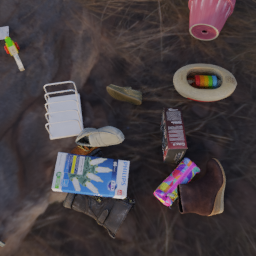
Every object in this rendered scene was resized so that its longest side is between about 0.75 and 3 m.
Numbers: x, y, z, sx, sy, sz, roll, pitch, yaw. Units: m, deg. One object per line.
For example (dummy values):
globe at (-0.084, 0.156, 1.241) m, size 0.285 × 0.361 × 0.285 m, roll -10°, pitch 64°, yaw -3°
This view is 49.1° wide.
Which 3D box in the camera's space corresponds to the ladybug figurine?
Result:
ladybug figurine at (3.139, -1.784, 11.571) m, size 2.600 × 0.935 × 1.765 m, roll 5°, pitch 63°, yaw 3°

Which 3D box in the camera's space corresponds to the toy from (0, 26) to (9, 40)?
toy at (-6.293, -4.330, 13.244) m, size 1.376 × 0.325 × 0.792 m, roll -10°, pitch 66°, yaw -6°

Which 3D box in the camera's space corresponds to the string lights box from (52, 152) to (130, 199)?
string lights box at (-1.177, 1.560, 9.108) m, size 2.319 × 0.684 × 1.192 m, roll 7°, pitch 70°, yaw -6°

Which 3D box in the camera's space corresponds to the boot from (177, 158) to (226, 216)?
boot at (2.467, 1.939, 9.536) m, size 1.662 × 0.723 × 1.998 m, roll 9°, pitch 69°, yaw -20°

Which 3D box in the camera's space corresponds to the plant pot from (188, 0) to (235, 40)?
plant pot at (3.690, -5.193, 12.860) m, size 2.079 × 2.079 × 1.861 m, roll 15°, pitch 79°, yaw 8°

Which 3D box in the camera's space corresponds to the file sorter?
file sorter at (-2.534, -0.735, 10.907) m, size 1.313 × 1.178 × 1.892 m, roll -9°, pitch 62°, yaw -5°

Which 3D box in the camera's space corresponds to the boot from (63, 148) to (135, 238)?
boot at (-0.763, 2.182, 9.684) m, size 2.207 × 0.878 × 2.535 m, roll 23°, pitch 70°, yaw 6°

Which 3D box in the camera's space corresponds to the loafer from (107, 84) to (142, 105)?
loafer at (-0.123, -1.451, 11.638) m, size 1.575 × 0.599 × 0.531 m, roll 23°, pitch 64°, yaw 0°

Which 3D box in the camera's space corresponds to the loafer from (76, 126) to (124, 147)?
loafer at (-0.906, 0.340, 8.780) m, size 1.880 × 0.657 × 0.656 m, roll -4°, pitch 33°, yaw 44°

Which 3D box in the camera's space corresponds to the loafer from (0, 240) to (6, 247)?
loafer at (-4.340, 3.750, 9.100) m, size 0.761 × 0.288 × 0.260 m, roll 9°, pitch 64°, yaw 15°

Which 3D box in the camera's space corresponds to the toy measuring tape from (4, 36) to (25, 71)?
toy measuring tape at (-5.111, -3.330, 12.709) m, size 0.657 × 0.657 × 1.786 m, roll -26°, pitch 88°, yaw -13°

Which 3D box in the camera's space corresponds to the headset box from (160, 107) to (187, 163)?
headset box at (1.632, 0.357, 10.231) m, size 0.706 × 1.361 × 1.829 m, roll -3°, pitch 62°, yaw -1°

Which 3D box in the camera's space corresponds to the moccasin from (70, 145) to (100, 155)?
moccasin at (-1.568, 0.726, 10.510) m, size 1.354 × 0.523 × 0.495 m, roll -21°, pitch 65°, yaw -11°

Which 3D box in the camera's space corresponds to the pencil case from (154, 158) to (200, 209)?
pencil case at (1.714, 1.890, 9.776) m, size 0.818 × 0.818 × 1.850 m, roll 38°, pitch 68°, yaw 18°
